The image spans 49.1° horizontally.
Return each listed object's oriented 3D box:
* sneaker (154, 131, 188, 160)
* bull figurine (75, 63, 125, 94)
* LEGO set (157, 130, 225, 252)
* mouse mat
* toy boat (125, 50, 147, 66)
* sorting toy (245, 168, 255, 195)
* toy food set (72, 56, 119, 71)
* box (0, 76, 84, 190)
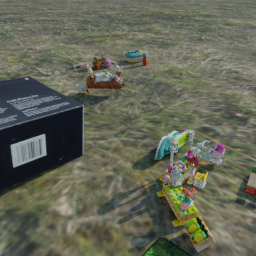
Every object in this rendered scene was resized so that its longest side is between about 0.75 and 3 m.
[{"bbox_3d":[1.047,0.423,6.777,0.476,0.464,1.196,30,41,27],"label":"sneaker"},{"bbox_3d":[-0.988,-1.659,9.547,1.742,1.057,0.567,-1,60,6],"label":"bull figurine"},{"bbox_3d":[1.190,0.894,5.405,1.236,1.000,2.686,10,32,16],"label":"LEGO set"},{"bbox_3d":[0.718,2.272,4.035,1.380,0.052,1.110,23,38,34],"label":"mouse mat"},{"bbox_3d":[0.508,-3.319,12.896,1.070,0.592,1.273,-16,34,-26],"label":"toy boat"},{"bbox_3d":[2.697,1.189,5.737,0.453,0.159,0.939,17,34,26],"label":"sorting toy"},{"bbox_3d":[-1.393,-2.893,12.457,1.928,0.304,1.226,-24,38,-35],"label":"toy food set"},{"bbox_3d":[-2.769,-0.006,6.335,2.668,1.389,2.430,-21,38,-40],"label":"box"}]
